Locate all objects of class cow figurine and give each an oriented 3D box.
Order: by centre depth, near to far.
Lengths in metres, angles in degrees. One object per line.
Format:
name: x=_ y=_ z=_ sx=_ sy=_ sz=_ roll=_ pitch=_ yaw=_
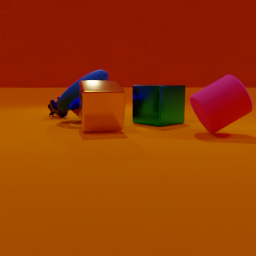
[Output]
cow figurine: x=-2.780 y=-0.724 z=11.172 sx=0.607 sy=1.088 sz=1.105 roll=-31 pitch=62 yaw=-29

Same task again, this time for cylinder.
cylinder: x=2.373 y=-0.609 z=7.230 sx=1.135 sy=1.135 sz=1.135 roll=-30 pitch=9 yaw=2

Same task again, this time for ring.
ring: x=-1.536 y=-1.274 z=9.665 sx=2.072 sy=0.414 sz=2.072 roll=-37 pitch=0 yaw=0

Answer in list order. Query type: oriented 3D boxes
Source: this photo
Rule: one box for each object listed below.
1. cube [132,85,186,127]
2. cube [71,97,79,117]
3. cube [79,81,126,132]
cube: x=1.014 y=-0.785 z=9.300 sx=1.271 sy=1.271 sz=1.271 roll=-8 pitch=12 yaw=-41
cube: x=-1.256 y=-0.822 z=9.686 sx=0.924 sy=0.924 sz=0.924 roll=37 pitch=29 yaw=28
cube: x=-0.753 y=-0.638 z=7.821 sx=1.121 sy=1.121 sz=1.121 roll=-2 pitch=24 yaw=-14
